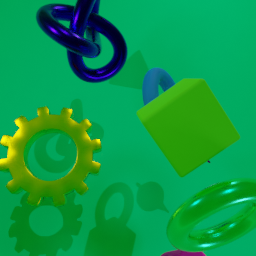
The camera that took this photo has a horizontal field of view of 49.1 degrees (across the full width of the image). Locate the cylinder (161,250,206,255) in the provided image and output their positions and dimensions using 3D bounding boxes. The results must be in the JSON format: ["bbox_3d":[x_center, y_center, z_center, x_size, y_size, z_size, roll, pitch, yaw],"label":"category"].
[{"bbox_3d":[1.041,2.748,5.318,0.816,0.816,0.816,12,58,-20],"label":"cylinder"}]

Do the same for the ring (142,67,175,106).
[{"bbox_3d":[0.599,-0.385,4.526,0.243,1.214,1.214,-15,69,30],"label":"ring"}]

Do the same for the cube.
[{"bbox_3d":[0.710,-0.050,3.588,0.848,0.848,0.848,-35,100,4],"label":"cube"}]

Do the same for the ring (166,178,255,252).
[{"bbox_3d":[1.180,1.150,3.589,1.445,1.445,0.289,-17,46,-5],"label":"ring"}]

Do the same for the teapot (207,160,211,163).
[{"bbox_3d":[1.223,0.286,5.636,1.139,0.557,0.708,34,50,19],"label":"teapot"}]

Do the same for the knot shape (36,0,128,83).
[{"bbox_3d":[-0.747,-1.779,5.591,0.921,1.866,1.994,-5,40,33],"label":"knot shape"}]

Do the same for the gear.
[{"bbox_3d":[-1.376,0.502,5.080,1.778,0.329,1.778,2,75,-6],"label":"gear"}]
